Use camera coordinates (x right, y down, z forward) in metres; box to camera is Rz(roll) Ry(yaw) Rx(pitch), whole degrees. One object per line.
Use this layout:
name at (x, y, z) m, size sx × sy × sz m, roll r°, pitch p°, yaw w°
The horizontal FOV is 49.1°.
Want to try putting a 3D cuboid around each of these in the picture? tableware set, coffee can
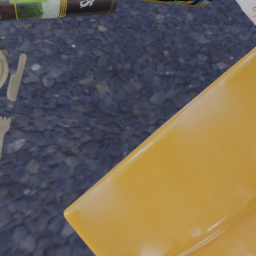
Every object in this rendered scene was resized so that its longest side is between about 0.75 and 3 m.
tableware set at (-2.572, -0.440, 4.547) m, size 1.323 × 0.401 × 2.001 m, roll 14°, pitch 90°, yaw -28°
coffee can at (-1.487, -2.850, 4.987) m, size 2.349 × 1.719 × 1.719 m, roll -12°, pitch 55°, yaw -18°

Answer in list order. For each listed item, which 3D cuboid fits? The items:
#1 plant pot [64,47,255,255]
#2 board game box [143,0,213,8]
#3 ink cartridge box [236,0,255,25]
plant pot at (1.269, 1.017, 3.241) m, size 2.947 × 2.947 × 2.698 m, roll -39°, pitch 85°, yaw -24°
board game box at (0.883, -3.506, 6.439) m, size 2.632 × 0.746 × 2.175 m, roll 4°, pitch 12°, yaw -4°
ink cartridge box at (2.590, -1.778, 4.124) m, size 2.074 × 1.208 × 0.700 m, roll 43°, pitch 83°, yaw -9°
